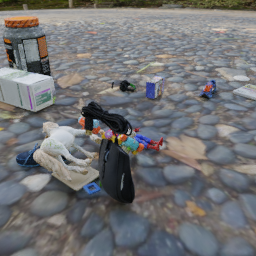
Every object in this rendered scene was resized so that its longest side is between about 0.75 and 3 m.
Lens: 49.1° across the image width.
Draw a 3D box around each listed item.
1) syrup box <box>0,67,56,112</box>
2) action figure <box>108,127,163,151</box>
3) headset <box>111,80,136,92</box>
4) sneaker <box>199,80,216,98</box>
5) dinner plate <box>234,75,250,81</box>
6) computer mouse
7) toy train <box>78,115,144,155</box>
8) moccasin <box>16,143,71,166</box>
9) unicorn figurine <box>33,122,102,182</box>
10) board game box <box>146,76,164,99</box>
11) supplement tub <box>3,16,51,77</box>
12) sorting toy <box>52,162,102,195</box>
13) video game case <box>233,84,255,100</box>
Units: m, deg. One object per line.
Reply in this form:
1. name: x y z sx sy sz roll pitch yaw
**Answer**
1. syrup box: -4.233 -1.559 10.965 2.768 1.127 1.090 16 33 28
2. action figure: 0.164 0.279 8.370 1.713 0.443 0.560 9 32 22
3. headset: -0.194 -1.799 12.342 1.073 0.504 0.663 17 32 -1
4. sneaker: 3.372 -1.660 11.774 0.524 0.545 1.391 13 31 24
5. dinner plate: 5.588 -2.469 13.760 0.751 0.091 0.751 1 29 -1
6. computer mouse: -0.540 0.574 5.859 0.519 2.253 1.582 -26 40 -31
7. toy train: -0.524 0.285 7.555 1.897 1.425 0.528 17 69 36
8. moccasin: -2.284 0.641 7.492 1.444 0.492 0.581 -10 36 -4
9. unicorn figurine: -1.585 0.400 6.993 1.686 0.906 2.454 21 8 0
10. board game box: 1.130 -1.699 11.680 0.425 0.700 0.878 16 31 27
11. supplement tub: -4.472 -3.367 12.462 1.771 2.890 1.771 0 28 0
12. sorting toy: -1.248 1.178 6.864 1.663 0.227 0.936 24 31 31
13. video game case: 5.435 -1.473 11.839 1.313 0.159 1.442 -22 35 -35
